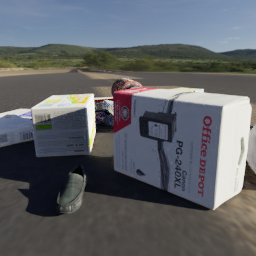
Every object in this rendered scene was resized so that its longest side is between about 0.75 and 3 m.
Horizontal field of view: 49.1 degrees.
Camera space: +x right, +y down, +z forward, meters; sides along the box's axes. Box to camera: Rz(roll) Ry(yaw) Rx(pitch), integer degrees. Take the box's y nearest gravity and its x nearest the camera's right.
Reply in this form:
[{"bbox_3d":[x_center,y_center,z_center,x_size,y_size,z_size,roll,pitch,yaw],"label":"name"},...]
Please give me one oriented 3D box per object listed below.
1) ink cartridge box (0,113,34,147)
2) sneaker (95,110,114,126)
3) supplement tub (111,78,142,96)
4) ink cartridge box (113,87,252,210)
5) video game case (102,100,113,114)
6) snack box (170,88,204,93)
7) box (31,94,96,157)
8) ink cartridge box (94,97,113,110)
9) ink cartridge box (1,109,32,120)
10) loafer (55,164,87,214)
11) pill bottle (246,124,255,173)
[{"bbox_3d":[-3.912,0.042,8.438,2.198,0.550,1.769,11,18,43],"label":"ink cartridge box"},{"bbox_3d":[-0.955,-0.412,10.206,1.352,0.530,0.509,3,13,13],"label":"sneaker"},{"bbox_3d":[0.028,-1.725,13.813,1.337,1.337,2.499,-4,14,-15],"label":"supplement tub"},{"bbox_3d":[0.862,0.206,5.229,2.361,1.715,0.984,13,19,43],"label":"ink cartridge box"},{"bbox_3d":[0.481,-0.459,9.729,2.443,0.289,2.224,12,10,-18],"label":"video game case"},{"bbox_3d":[3.316,-2.091,17.012,1.523,0.486,2.622,12,18,39],"label":"snack box"},{"bbox_3d":[-1.640,-0.189,7.789,1.353,1.219,2.406,-3,14,-3],"label":"box"},{"bbox_3d":[-0.978,-1.016,11.915,1.948,0.575,2.434,-7,8,-27],"label":"ink cartridge box"},{"bbox_3d":[-3.918,-0.401,10.548,1.638,0.389,1.657,6,17,16],"label":"ink cartridge box"},{"bbox_3d":[-0.945,0.995,4.722,0.436,0.451,1.284,0,14,1],"label":"loafer"},{"bbox_3d":[3.445,0.201,5.914,1.419,1.419,2.524,9,16,32],"label":"pill bottle"}]
